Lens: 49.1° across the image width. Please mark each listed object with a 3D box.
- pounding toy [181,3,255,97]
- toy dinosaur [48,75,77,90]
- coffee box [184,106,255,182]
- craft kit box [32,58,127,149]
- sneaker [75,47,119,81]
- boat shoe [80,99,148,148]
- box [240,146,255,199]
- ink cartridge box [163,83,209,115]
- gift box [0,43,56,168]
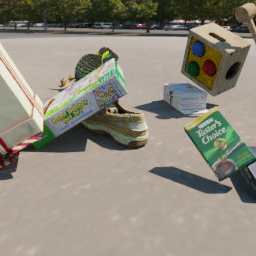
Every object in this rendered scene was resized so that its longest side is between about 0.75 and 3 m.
[{"bbox_3d":[3.232,-2.602,9.424,1.343,2.934,2.578,-24,51,-24],"label":"pounding toy"},{"bbox_3d":[-2.633,-1.875,12.462,1.371,0.780,2.582,-23,16,-2],"label":"toy dinosaur"},{"bbox_3d":[1.804,0.303,5.631,0.826,0.295,1.344,-31,62,6],"label":"coffee box"},{"bbox_3d":[-1.371,-0.852,8.029,2.738,0.673,2.772,-34,20,9],"label":"craft kit box"},{"bbox_3d":[-1.185,-2.116,10.372,1.002,1.094,2.569,38,34,2],"label":"sneaker"},{"bbox_3d":[-0.485,-0.417,8.008,1.027,1.091,2.865,-20,29,-41],"label":"boat shoe"},{"bbox_3d":[2.994,0.873,5.719,1.239,0.401,1.571,1,22,5],"label":"box"},{"bbox_3d":[2.162,-1.130,10.361,1.099,0.647,1.908,-5,24,-14],"label":"ink cartridge box"},{"bbox_3d":[-3.061,-0.485,6.241,2.490,2.325,2.297,-26,27,0],"label":"gift box"}]
